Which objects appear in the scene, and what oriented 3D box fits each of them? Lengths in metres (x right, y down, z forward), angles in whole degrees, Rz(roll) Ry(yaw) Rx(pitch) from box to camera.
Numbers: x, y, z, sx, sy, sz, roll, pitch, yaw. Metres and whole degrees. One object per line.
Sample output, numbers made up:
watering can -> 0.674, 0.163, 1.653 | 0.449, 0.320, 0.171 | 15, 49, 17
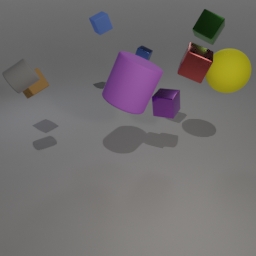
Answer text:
cube -> 0.817, -3.911, 15.023 | 0.700, 0.700, 0.700 | 29, 33, 7
cylinder -> -2.913, -1.423, 7.657 | 0.700, 0.700, 0.700 | -36, 36, -4
cube -> -3.296, -1.533, 9.674 | 0.700, 0.700, 0.700 | -42, 19, -32
cube -> 1.813, -1.754, 7.519 | 0.700, 0.700, 0.700 | 23, 39, 0
cube -> -1.218, -4.728, 12.633 | 0.700, 0.700, 0.700 | -32, 39, -9
cube -> 1.233, -0.798, 8.980 | 0.700, 0.700, 0.700 | 10, 35, 26
cylinder -> 0.118, -1.341, 8.306 | 1.400, 1.400, 1.400 | 22, 22, -9
ball -> 3.198, -1.826, 8.996 | 1.400, 1.400, 1.400 | 0, 29, 0
cube -> 2.508, -3.117, 8.690 | 0.700, 0.700, 0.700 | 34, 12, 15
